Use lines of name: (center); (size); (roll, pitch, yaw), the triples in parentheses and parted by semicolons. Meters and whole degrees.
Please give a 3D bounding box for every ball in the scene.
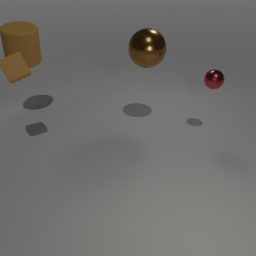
ball: (0.701, -2.896, 10.201); (1.400, 1.400, 1.400); (0, 28, 0)
ball: (3.049, -1.721, 9.921); (0.700, 0.700, 0.700); (0, 28, 0)

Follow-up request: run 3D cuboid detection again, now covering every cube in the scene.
cube: (-3.520, -1.870, 8.757); (0.700, 0.700, 0.700); (-29, 11, -13)

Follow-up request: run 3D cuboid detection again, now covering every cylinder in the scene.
cylinder: (-4.226, -3.303, 11.119); (1.400, 1.400, 1.400); (4, 40, -3)
